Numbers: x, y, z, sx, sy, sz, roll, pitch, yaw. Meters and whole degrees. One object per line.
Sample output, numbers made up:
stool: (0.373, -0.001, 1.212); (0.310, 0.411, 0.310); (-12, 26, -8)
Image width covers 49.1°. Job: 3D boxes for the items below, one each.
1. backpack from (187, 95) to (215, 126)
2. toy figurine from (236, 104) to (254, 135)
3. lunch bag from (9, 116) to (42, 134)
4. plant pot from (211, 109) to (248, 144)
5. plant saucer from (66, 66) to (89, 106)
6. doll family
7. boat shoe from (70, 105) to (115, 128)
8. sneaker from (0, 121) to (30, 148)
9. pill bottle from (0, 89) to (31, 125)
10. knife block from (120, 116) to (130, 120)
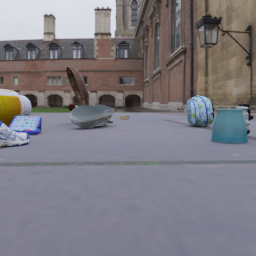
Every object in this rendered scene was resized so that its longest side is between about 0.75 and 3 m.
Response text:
backpack: (3.091, -0.679, 12.045); (1.363, 1.446, 1.773); (-5, 12, -14)
toy figurine: (3.424, -0.131, 7.347); (1.300, 0.904, 1.280); (4, 11, 26)
lunch bag: (-3.126, -0.015, 8.517); (0.823, 0.514, 1.093); (2, 13, -9)
plant pot: (2.385, -0.065, 6.578); (0.828, 0.778, 0.828); (0, 3, 0)
plant saucer: (-2.246, -1.924, 12.727); (0.334, 1.938, 1.938); (-26, 13, -18)
doll family: (-1.996, -0.675, 14.167); (2.514, 0.986, 1.453); (2, -1, -6)
boat shoe: (-1.428, -0.381, 11.484); (1.050, 0.913, 2.849); (20, 15, 15)
sneaker: (-2.515, 0.116, 5.768); (0.457, 0.535, 1.213); (1, 3, 26)
pill bottle: (-5.761, -0.920, 12.534); (1.642, 1.642, 2.956); (1, 4, 18)
knife block: (-0.203, -0.728, 19.481); (0.730, 0.266, 0.832); (-2, 3, -8)
